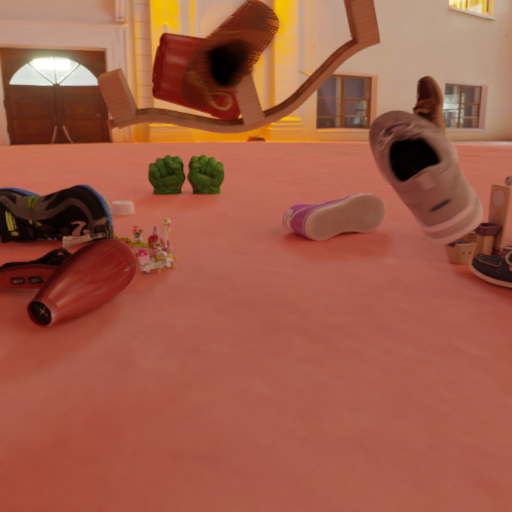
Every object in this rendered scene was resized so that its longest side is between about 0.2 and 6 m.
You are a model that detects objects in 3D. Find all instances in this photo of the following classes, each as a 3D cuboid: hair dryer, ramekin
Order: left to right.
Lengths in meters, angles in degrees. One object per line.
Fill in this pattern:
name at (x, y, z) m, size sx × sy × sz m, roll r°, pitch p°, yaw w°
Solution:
hair dryer at (-3.153, 0.424, 8.871) m, size 2.559 × 0.913 × 3.360 m, roll -24°, pitch 18°, yaw -16°
ramekin at (-3.820, -1.367, 15.976) m, size 0.679 × 0.331 × 0.679 m, roll 0°, pitch 15°, yaw 0°

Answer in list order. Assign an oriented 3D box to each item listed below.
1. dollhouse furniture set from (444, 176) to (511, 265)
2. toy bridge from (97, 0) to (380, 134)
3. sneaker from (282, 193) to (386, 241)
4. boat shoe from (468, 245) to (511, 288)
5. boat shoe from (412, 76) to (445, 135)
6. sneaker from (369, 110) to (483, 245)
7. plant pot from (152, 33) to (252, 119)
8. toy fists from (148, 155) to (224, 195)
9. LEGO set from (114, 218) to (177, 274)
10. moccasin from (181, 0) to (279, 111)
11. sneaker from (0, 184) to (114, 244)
dollhouse furniture set at (4.377, -0.940, 11.779) m, size 1.835 × 1.643 × 2.316 m, roll -4°, pitch 15°, yaw -15°
toy bridge at (-0.246, -2.825, 9.054) m, size 4.580 × 1.540 × 0.623 m, roll -18°, pitch 29°, yaw 3°
sneaker at (1.839, -1.055, 13.677) m, size 2.639 × 0.956 × 1.504 m, roll -10°, pitch 14°, yaw -32°
boat shoe at (4.510, 0.230, 9.134) m, size 0.891 × 0.736 × 2.379 m, roll -6°, pitch 16°, yaw -22°
boat shoe at (4.101, -3.516, 13.478) m, size 0.597 × 1.660 × 0.599 m, roll -9°, pitch 2°, yaw -34°
sneaker at (2.069, -1.373, 7.292) m, size 1.029 × 1.129 × 2.754 m, roll -33°, pitch 34°, yaw 14°
plant pot at (-1.194, -3.755, 11.600) m, size 1.719 × 1.768 × 1.768 m, roll 5°, pitch 12°, yaw -21°
toy fists at (-2.428, -2.821, 19.466) m, size 2.647 × 1.350 × 0.910 m, roll -1°, pitch 15°, yaw -2°
LEGO set at (-2.133, -0.336, 11.058) m, size 1.047 × 0.847 × 2.276 m, roll -8°, pitch 17°, yaw -28°
moccasin at (-0.500, -2.662, 7.984) m, size 0.832 × 0.879 × 2.276 m, roll 38°, pitch -26°, yaw -25°
sneaker at (-4.760, -0.766, 12.295) m, size 3.787 × 1.342 × 1.569 m, roll 4°, pitch 28°, yaw 22°
